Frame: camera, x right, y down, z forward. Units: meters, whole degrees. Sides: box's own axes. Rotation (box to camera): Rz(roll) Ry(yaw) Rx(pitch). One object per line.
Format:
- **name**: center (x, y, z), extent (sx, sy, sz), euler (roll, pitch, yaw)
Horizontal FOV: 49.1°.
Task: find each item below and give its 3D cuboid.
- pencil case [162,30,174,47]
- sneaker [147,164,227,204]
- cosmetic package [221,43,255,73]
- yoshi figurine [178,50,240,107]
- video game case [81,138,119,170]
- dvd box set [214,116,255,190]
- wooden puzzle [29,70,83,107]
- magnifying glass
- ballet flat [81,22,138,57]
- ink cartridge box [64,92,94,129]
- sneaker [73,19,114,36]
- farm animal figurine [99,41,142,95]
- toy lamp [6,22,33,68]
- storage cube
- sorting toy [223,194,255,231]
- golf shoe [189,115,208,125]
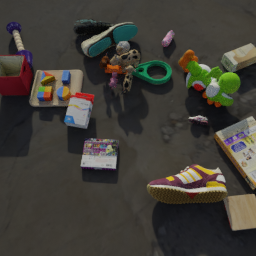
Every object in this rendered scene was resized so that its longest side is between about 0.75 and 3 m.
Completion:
- **pencil case**: center (1.937, -4.309, 13.507), extent (0.379, 0.379, 0.868), euler (25, 64, 14)
- **sneaker**: center (1.993, 1.884, 9.725), extent (2.674, 1.002, 1.205), euler (3, 46, 0)
- **cosmetic package**: center (5.143, -3.189, 12.760), extent (1.541, 0.548, 0.811), euler (-25, 63, -13)
- **yoshi figurine**: center (3.535, -2.187, 11.677), extent (1.576, 1.570, 2.804), euler (-31, 68, -24)
- **video game case**: center (-1.048, 0.982, 10.550), extent (1.311, 0.235, 1.188), euler (3, 60, 2)
- **dvd box set**: center (4.684, 0.869, 10.547), extent (1.791, 0.360, 2.448), euler (-24, 63, -13)
- **wooden puzzle**: center (-3.055, -1.800, 12.006), extent (2.068, 0.479, 1.915), euler (2, 60, 1)
- **magnifying glass**: center (0.461, -2.556, 12.571), extent (2.970, 0.333, 1.182), euler (5, 61, 1)
- **ballet flat**: center (-0.905, -4.333, 13.219), extent (2.910, 0.982, 0.907), euler (-30, 52, -17)
- **ink cartridge box**: center (-1.924, -0.790, 11.226), extent (0.856, 0.496, 1.474), euler (9, 75, 5)
- **sneaker**: center (-1.682, -5.063, 13.732), extent (1.973, 0.744, 0.782), euler (-1, 58, -1)
- **farm animal figurine**: center (-0.197, -2.682, 11.896), extent (1.995, 1.052, 2.017), euler (-41, 76, -17)
- **toy lamp**: center (-5.000, -3.820, 12.997), extent (0.795, 0.795, 2.733), euler (-20, 63, -11)
- **storage cube**: center (-4.841, -2.197, 11.789), extent (1.395, 1.254, 1.193), euler (-1, 60, -1)
- **sorting toy**: center (3.834, 2.848, 9.401), extent (1.073, 0.376, 1.080), euler (-5, 60, -3)
- **golf shoe**: center (2.819, -0.342, 11.302), extent (0.779, 0.283, 0.359), euler (9, 56, -5)
